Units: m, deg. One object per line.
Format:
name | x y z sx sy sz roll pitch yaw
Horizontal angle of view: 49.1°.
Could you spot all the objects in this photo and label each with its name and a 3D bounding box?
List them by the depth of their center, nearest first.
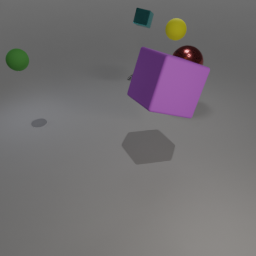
cube | 1.028 -1.222 7.512 1.400 1.400 1.400 7 20 -29
ball | -3.506 -2.161 8.882 0.700 0.700 0.700 0 30 0
ball | 1.597 -3.285 9.341 0.700 0.700 0.700 0 30 0
ball | 2.544 -2.850 12.114 1.400 1.400 1.400 0 30 0
cube | 0.731 -5.177 13.211 0.700 0.700 0.700 19 15 14
